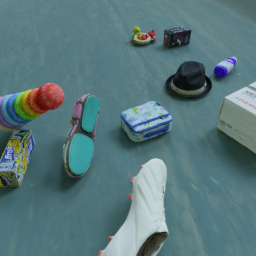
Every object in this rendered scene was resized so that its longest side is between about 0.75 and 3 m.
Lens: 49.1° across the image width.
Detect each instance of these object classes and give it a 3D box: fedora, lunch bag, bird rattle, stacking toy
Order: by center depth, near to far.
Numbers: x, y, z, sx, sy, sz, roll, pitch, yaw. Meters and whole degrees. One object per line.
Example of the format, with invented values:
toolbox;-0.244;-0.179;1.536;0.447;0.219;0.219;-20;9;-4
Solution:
stacking toy;-2.889;-0.695;8.160;2.676;1.142;1.142;-16;27;37
lunch bag;0.603;-0.220;9.005;1.510;0.623;1.214;-18;46;-19
fedora;2.410;-2.024;10.936;2.000;0.913;2.000;0;39;0
bird rattle;0.792;-4.662;14.541;1.372;0.773;1.118;18;53;2

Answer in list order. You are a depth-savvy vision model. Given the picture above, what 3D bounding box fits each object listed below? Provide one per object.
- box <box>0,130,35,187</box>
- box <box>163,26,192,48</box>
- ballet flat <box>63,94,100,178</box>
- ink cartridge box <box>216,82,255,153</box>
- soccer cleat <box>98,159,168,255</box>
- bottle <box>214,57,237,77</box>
box;-3.084;0.792;7.777;0.541;0.589;1.682;0;40;0
box;2.486;-4.617;14.196;1.237;0.756;0.656;-17;41;-20
ballet flat;-1.425;0.225;8.062;0.922;0.895;2.590;-18;54;41
ink cartridge box;4.590;-0.497;8.858;2.843;1.178;2.087;-25;47;-28
soccer cleat;0.453;1.881;6.011;1.136;1.014;2.928;-5;40;35
bottle;4.247;-2.665;12.064;0.593;0.464;1.421;28;47;31
